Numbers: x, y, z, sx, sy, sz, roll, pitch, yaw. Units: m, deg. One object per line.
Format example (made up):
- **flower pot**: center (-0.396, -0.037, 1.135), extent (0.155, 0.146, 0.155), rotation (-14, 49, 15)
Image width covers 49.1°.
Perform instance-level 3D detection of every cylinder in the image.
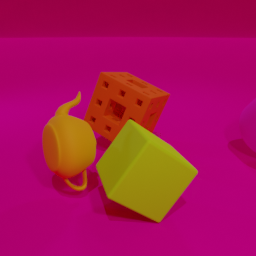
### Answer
- **cylinder**: center (2.967, -0.195, 5.240), extent (1.291, 1.291, 1.291), rotation (-2, -20, -4)

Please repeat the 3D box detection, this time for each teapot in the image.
- **teapot**: center (-0.864, 0.212, 4.350), extent (0.765, 1.563, 0.972), rotation (-7, 1, -34)

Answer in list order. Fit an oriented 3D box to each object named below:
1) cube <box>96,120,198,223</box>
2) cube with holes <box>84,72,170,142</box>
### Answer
- **cube**: center (0.225, 0.594, 4.055), extent (0.923, 0.923, 0.923), rotation (33, 7, -24)
- **cube with holes**: center (-0.016, -0.423, 6.136), extent (1.199, 1.199, 1.199), rotation (30, 22, 18)
